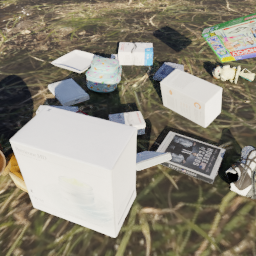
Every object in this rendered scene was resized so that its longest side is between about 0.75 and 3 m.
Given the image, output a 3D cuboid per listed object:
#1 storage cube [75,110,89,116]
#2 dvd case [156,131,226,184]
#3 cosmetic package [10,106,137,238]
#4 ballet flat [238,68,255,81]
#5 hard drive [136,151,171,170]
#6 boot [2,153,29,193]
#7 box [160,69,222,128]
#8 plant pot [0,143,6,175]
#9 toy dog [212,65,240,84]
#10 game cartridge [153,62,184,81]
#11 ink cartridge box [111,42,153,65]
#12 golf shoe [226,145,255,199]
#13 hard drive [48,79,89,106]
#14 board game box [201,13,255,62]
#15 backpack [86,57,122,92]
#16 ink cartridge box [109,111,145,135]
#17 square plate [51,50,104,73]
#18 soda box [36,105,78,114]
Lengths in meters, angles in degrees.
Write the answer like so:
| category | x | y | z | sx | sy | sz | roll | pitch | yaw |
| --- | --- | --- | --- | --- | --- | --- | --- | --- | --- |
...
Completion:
| category | x | y | z | sx | sy | sz | roll | pitch | yaw |
| --- | --- | --- | --- | --- | --- | --- | --- | --- | --- |
| storage cube | -1.777 | 0.402 | 10.253 | 1.294 | 1.360 | 1.513 | 29 | 46 | 32 |
| dvd case | 2.261 | 1.013 | 10.348 | 2.260 | 0.280 | 1.699 | 18 | 42 | 23 |
| cosmetic package | -1.348 | 1.220 | 7.980 | 2.849 | 2.858 | 1.757 | 13 | 40 | 17 |
| ballet flat | 6.159 | -3.041 | 15.297 | 1.560 | 0.542 | 0.542 | 30 | 47 | 29 |
| hard drive | 0.492 | 1.066 | 9.437 | 1.222 | 0.243 | 1.852 | -16 | 2 | -19 |
| boot | -3.385 | 1.260 | 9.615 | 2.083 | 0.733 | 1.492 | 21 | 48 | 33 |
| box | 2.716 | -1.328 | 12.159 | 1.157 | 1.476 | 2.374 | -41 | 52 | -20 |
| plant pot | -5.445 | 0.304 | 9.226 | 2.426 | 2.426 | 2.596 | -14 | 48 | -17 |
| toy dog | 5.197 | -2.962 | 14.926 | 1.327 | 0.926 | 1.286 | 13 | 19 | 19 |
| game cartridge | 2.328 | -3.037 | 15.463 | 1.294 | 0.397 | 1.944 | 14 | 40 | 22 |
| ink cartridge box | 0.199 | -4.486 | 16.888 | 2.543 | 0.863 | 1.475 | 1 | 38 | 1 |
| golf shoe | 3.883 | 1.325 | 9.492 | 1.048 | 0.863 | 2.219 | 9 | 38 | 11 |
| hard drive | -2.972 | -1.795 | 13.937 | 1.333 | 0.270 | 2.021 | -22 | 43 | -25 |
| board game box | 4.179 | -3.244 | 10.236 | 2.495 | 1.679 | 0.363 | 2 | 59 | 52 |
| backpack | -1.244 | -2.691 | 14.160 | 1.690 | 1.474 | 1.923 | 12 | 45 | 6 |
| ink cartridge box | -0.054 | -0.144 | 11.585 | 1.358 | 0.563 | 0.997 | -7 | 39 | -9 |
| square plate | -2.950 | -3.924 | 16.613 | 2.267 | 0.322 | 2.246 | 21 | 42 | 24 |
| soda box | -3.035 | -0.582 | 12.164 | 1.720 | 0.547 | 0.586 | 3 | 38 | 4 |
